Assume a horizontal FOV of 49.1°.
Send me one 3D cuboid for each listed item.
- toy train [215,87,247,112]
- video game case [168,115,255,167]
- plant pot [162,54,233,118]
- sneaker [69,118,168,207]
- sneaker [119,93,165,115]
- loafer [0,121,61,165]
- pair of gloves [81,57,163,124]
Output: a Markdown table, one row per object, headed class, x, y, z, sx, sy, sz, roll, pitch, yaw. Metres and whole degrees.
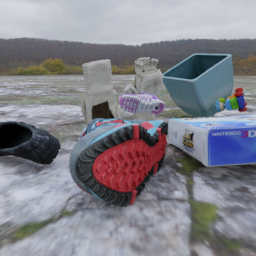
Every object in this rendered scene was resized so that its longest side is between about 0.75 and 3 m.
| class | x | y | z | sx | sy | sz | roll | pitch | yaw |
| --- | --- | --- | --- | --- | --- | --- | --- | --- | --- |
| toy train | 3.034 | -0.832 | 8.222 | 0.773 | 0.566 | 1.336 | -13 | 15 | 27 |
| video game case | 2.384 | 0.097 | 5.290 | 2.770 | 0.630 | 2.511 | -3 | 4 | -4 |
| plant pot | 2.404 | -1.288 | 9.221 | 1.676 | 1.712 | 1.681 | -35 | 29 | -18 |
| sneaker | -0.260 | 0.382 | 4.218 | 1.274 | 1.058 | 2.668 | 7 | 5 | 20 |
| sneaker | 0.196 | -0.425 | 4.443 | 0.754 | 0.303 | 0.333 | 6 | 40 | -20 |
| loafer | -2.207 | 0.155 | 5.250 | 2.170 | 0.737 | 0.762 | 8 | -27 | 33 |
| pair of gloves | -0.058 | -0.718 | 6.681 | 2.191 | 1.863 | 0.384 | -12 | 31 | -32 |
